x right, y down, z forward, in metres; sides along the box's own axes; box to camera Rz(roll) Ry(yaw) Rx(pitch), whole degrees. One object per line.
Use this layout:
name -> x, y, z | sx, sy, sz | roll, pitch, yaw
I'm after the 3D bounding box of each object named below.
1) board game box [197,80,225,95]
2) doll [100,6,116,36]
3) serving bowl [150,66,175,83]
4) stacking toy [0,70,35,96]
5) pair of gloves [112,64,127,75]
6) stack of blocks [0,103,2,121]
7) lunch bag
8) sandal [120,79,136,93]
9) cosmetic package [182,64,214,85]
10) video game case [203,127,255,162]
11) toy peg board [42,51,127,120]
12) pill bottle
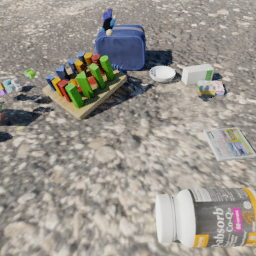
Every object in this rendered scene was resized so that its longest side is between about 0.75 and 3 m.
board game box -> 3.905, -1.915, 13.260 | 1.139, 0.230, 0.872 | 3, 41, 4
doll -> -0.597, -3.280, 8.660 | 0.694, 0.246, 1.017 | -22, 62, 37
serving bowl -> 1.699, -2.608, 13.925 | 1.255, 0.413, 1.255 | 1, 40, 0
stacking toy -> -5.162, -1.646, 11.838 | 1.923, 0.599, 2.550 | -37, 19, -36
pair of gloves -> -0.814, -2.952, 13.719 | 1.794, 1.442, 0.204 | 25, 89, 9
stack of blocks -> -6.499, -0.778, 10.898 | 2.546, 1.466, 0.746 | 0, 80, 1
lunch bag -> -0.454, -4.275, 14.713 | 2.800, 1.902, 1.852 | 2, 40, 4
sandal -> -0.473, -2.337, 13.209 | 2.256, 0.858, 0.483 | 36, 92, 35
cosmetic package -> 3.392, -2.619, 13.692 | 1.371, 0.738, 0.582 | -12, 43, -11
video game case -> 3.738, 0.580, 10.425 | 1.413, 0.171, 1.552 | -5, 40, -6
toy peg board -> -2.099, -2.285, 12.220 | 2.848, 1.399, 2.860 | 34, 68, 32
pill bottle -> 2.076, 2.345, 7.363 | 2.581, 1.502, 1.502 | -2, 41, -1
